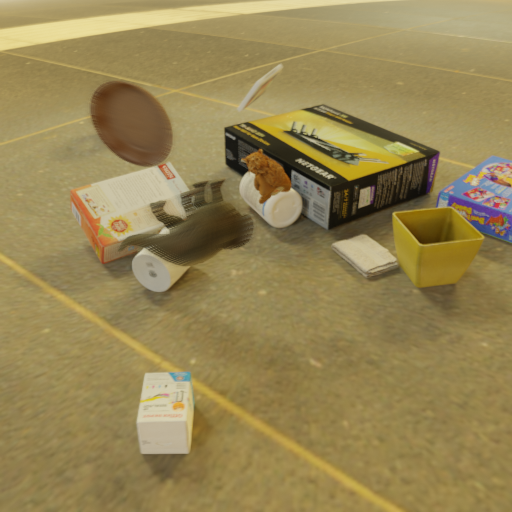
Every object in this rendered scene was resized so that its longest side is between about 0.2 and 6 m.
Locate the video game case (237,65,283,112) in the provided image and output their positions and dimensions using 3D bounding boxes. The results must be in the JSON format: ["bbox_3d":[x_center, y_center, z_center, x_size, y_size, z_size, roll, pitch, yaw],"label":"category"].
[{"bbox_3d":[0.084,-3.788,12.686,0.120,1.045,0.952,46,55,-4],"label":"video game case"}]

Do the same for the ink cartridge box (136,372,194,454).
[{"bbox_3d":[-1.192,2.090,7.474,0.648,0.637,0.881,-1,33,-2],"label":"ink cartridge box"}]

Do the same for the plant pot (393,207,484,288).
[{"bbox_3d":[3.286,-0.112,10.477,1.236,1.090,1.236,-6,34,-10],"label":"plant pot"}]

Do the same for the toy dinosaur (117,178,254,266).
[{"bbox_3d":[-0.827,-0.389,8.209,0.926,1.231,2.407,-3,22,44],"label":"toy dinosaur"}]

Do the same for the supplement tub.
[{"bbox_3d":[0.316,-1.310,12.493,0.922,0.922,1.398,-16,37,-23],"label":"supplement tub"}]

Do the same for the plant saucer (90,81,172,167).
[{"bbox_3d":[-2.064,-2.264,9.512,1.576,1.576,0.288,13,43,19],"label":"plant saucer"}]

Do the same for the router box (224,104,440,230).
[{"bbox_3d":[1.730,-2.435,14.001,3.397,1.128,4.321,-21,38,-29],"label":"router box"}]

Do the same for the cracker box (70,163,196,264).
[{"bbox_3d":[-2.459,-0.938,11.650,2.306,0.665,1.544,-22,63,-29],"label":"cracker box"}]

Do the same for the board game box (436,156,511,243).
[{"bbox_3d":[5.658,-1.376,12.850,1.879,0.626,2.795,27,42,35],"label":"board game box"}]

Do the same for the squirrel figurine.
[{"bbox_3d":[0.133,-1.399,9.072,0.606,0.857,0.800,-29,74,-10],"label":"squirrel figurine"}]

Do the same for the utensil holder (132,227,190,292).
[{"bbox_3d":[-1.675,0.052,10.446,0.894,0.894,1.052,13,38,20],"label":"utensil holder"}]

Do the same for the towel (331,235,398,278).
[{"bbox_3d":[2.160,-0.028,11.153,0.831,0.216,1.254,-16,36,-24],"label":"towel"}]
